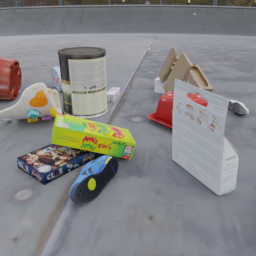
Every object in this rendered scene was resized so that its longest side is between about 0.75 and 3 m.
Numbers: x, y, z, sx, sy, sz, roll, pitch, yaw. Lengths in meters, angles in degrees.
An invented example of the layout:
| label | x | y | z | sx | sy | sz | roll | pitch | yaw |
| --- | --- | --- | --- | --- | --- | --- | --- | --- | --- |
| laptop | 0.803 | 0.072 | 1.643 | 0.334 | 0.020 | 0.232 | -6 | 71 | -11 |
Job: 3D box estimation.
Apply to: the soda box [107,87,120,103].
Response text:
| label | x | y | z | sx | sy | sz | roll | pitch | yaw |
| --- | --- | --- | --- | --- | --- | --- | --- | --- | --- |
| soda box | -0.763 | -1.706 | 14.286 | 0.445 | 0.416 | 1.306 | 5 | 24 | 11 |

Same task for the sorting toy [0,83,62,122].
| label | x | y | z | sx | sy | sz | roll | pitch | yaw |
| --- | --- | --- | --- | --- | --- | --- | --- | --- | --- |
| sorting toy | -3.950 | -0.762 | 11.201 | 2.258 | 1.340 | 2.509 | -17 | 3 | -2 |

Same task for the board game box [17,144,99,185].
| label | x | y | z | sx | sy | sz | roll | pitch | yaw |
| --- | --- | --- | --- | --- | --- | --- | --- | --- | --- |
| board game box | -2.081 | 0.891 | 8.465 | 1.360 | 0.347 | 2.007 | 19 | 29 | 36 |

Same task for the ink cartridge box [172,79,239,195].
| label | x | y | z | sx | sy | sz | roll | pitch | yaw |
| --- | --- | --- | --- | --- | --- | --- | --- | --- | --- |
| ink cartridge box | 1.980 | 0.140 | 7.374 | 0.613 | 2.592 | 2.075 | -14 | 27 | -22 |

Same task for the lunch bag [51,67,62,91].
| label | x | y | z | sx | sy | sz | roll | pitch | yaw |
| --- | --- | --- | --- | --- | --- | --- | --- | --- | --- |
| lunch bag | -3.195 | -2.832 | 15.784 | 1.760 | 1.319 | 2.075 | -12 | 32 | -25 |

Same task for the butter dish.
| label | x | y | z | sx | sy | sz | roll | pitch | yaw |
| --- | --- | --- | --- | --- | --- | --- | --- | --- | --- |
| butter dish | 2.201 | -0.941 | 11.021 | 2.222 | 1.647 | 2.228 | -18 | 30 | -34 |

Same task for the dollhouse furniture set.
| label | x | y | z | sx | sy | sz | roll | pitch | yaw |
| --- | --- | --- | --- | --- | --- | --- | --- | --- | --- |
| dollhouse furniture set | 3.237 | -3.008 | 14.049 | 2.702 | 2.201 | 2.569 | -2 | 52 | -23 |

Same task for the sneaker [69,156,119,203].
| label | x | y | z | sx | sy | sz | roll | pitch | yaw |
| --- | --- | --- | --- | --- | --- | --- | --- | --- | --- |
| sneaker | -0.999 | 1.315 | 7.295 | 0.760 | 0.639 | 1.940 | -3 | 20 | 29 |

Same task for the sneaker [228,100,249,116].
| label | x | y | z | sx | sy | sz | roll | pitch | yaw |
| --- | --- | --- | --- | --- | --- | --- | --- | --- | --- |
| sneaker | 4.918 | -0.951 | 12.440 | 0.670 | 0.573 | 1.538 | 0 | 24 | -13 |

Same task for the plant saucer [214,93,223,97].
| label | x | y | z | sx | sy | sz | roll | pitch | yaw |
| --- | --- | --- | --- | --- | --- | --- | --- | --- | --- |
| plant saucer | 4.025 | -1.427 | 13.802 | 1.688 | 0.303 | 1.688 | 0 | 24 | 0 |

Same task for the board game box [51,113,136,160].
| label | x | y | z | sx | sy | sz | roll | pitch | yaw |
| --- | --- | --- | --- | --- | --- | --- | --- | --- | --- |
| board game box | -1.076 | 0.242 | 8.674 | 2.426 | 0.578 | 1.232 | 13 | 16 | -16 |

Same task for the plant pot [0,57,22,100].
| label | x | y | z | sx | sy | sz | roll | pitch | yaw |
| --- | --- | --- | --- | --- | --- | --- | --- | --- | --- |
| plant pot | -6.829 | -2.518 | 13.759 | 2.611 | 2.685 | 2.685 | 6 | 23 | -5 |

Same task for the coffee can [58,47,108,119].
| label | x | y | z | sx | sy | sz | roll | pitch | yaw |
| --- | --- | --- | --- | --- | --- | --- | --- | --- | --- |
| coffee can | -1.891 | -1.981 | 12.059 | 1.973 | 2.696 | 1.973 | 0 | 24 | 0 |

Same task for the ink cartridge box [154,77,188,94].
| label | x | y | z | sx | sy | sz | roll | pitch | yaw |
| --- | --- | --- | --- | --- | --- | --- | --- | --- | --- |
| ink cartridge box | 2.438 | -2.509 | 15.612 | 1.360 | 0.792 | 1.879 | 11 | 28 | 24 |
